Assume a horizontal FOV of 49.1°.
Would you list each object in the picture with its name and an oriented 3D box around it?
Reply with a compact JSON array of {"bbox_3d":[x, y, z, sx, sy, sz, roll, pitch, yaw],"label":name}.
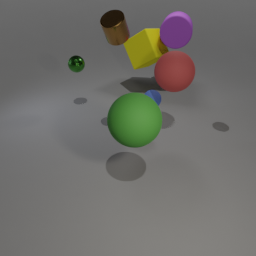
[{"bbox_3d":[-0.359,-2.834,7.936,0.700,0.700,0.700,-6,61,12],"label":"cylinder"},{"bbox_3d":[0.925,-1.106,10.701,0.700,0.700,0.700,0,32,0],"label":"ball"},{"bbox_3d":[-2.147,-2.661,11.652,0.700,0.700,0.700,0,32,0],"label":"ball"},{"bbox_3d":[1.609,-1.948,9.691,1.400,1.400,1.400,0,32,0],"label":"ball"},{"bbox_3d":[0.168,-0.199,7.141,1.400,1.400,1.400,0,32,0],"label":"ball"},{"bbox_3d":[2.186,-4.410,12.573,1.400,1.400,1.400,6,29,10],"label":"cylinder"},{"bbox_3d":[0.901,-3.768,13.356,1.400,1.400,1.400,-20,5,38],"label":"cube"}]
